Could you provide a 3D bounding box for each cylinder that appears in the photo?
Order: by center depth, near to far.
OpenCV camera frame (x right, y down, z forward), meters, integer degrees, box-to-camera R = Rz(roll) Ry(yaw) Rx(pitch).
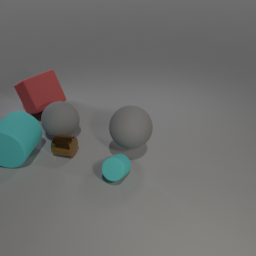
[{"bbox_3d":[-0.341,1.172,8.394,0.700,0.700,0.700,10,7,16],"label":"cylinder"},{"bbox_3d":[-3.768,0.359,9.272,1.400,1.400,1.400,3,31,6],"label":"cylinder"},{"bbox_3d":[-2.164,0.602,9.588,0.700,0.700,0.700,7,31,12],"label":"cylinder"}]

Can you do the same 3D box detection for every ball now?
[{"bbox_3d":[0.093,-0.025,9.007,1.400,1.400,1.400,0,30,0],"label":"ball"},{"bbox_3d":[-2.513,-0.297,10.446,1.400,1.400,1.400,0,30,0],"label":"ball"}]

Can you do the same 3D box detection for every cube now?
[{"bbox_3d":[-3.751,-1.507,11.964,1.400,1.400,1.400,-31,16,-33],"label":"cube"}]
